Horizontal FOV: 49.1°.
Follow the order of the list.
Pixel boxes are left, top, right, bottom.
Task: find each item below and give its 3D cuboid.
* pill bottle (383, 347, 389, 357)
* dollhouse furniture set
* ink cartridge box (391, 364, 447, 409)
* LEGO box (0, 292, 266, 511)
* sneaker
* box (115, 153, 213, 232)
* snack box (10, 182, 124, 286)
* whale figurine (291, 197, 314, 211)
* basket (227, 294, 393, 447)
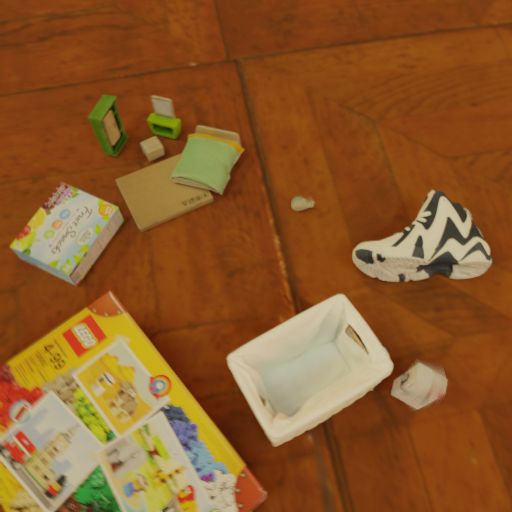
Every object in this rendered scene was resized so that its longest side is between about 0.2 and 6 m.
[{"bbox_3d":[2.130,1.828,9.712,0.364,0.646,0.364,-6,52,8],"label":"pill bottle"},{"bbox_3d":[-1.816,-2.466,11.585,2.955,1.141,1.477,15,59,11],"label":"dollhouse furniture set"},{"bbox_3d":[2.665,2.159,9.199,0.552,0.760,0.317,29,49,-4],"label":"ink cartridge box"},{"bbox_3d":[-2.218,3.069,8.639,2.959,1.533,3.973,-37,69,-17],"label":"LEGO box"},{"bbox_3d":[3.072,-0.473,10.755,2.601,1.038,1.692,-2,60,0],"label":"sneaker"},{"bbox_3d":[-1.919,-1.369,11.675,1.655,0.176,1.353,-25,66,-12],"label":"box"},{"bbox_3d":[-3.668,-0.447,10.981,1.416,0.568,1.679,24,67,13],"label":"snack box"},{"bbox_3d":[0.942,-1.078,11.420,0.466,0.371,0.242,-5,59,-3],"label":"whale figurine"},{"bbox_3d":[0.837,1.953,9.293,2.278,1.405,1.544,-26,66,-14],"label":"basket"}]
